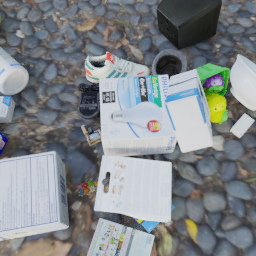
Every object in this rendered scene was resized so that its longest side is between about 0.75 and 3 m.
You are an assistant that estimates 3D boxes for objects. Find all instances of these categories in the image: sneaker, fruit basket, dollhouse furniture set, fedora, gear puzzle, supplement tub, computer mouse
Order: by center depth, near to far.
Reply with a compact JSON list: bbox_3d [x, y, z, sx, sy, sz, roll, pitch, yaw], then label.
[{"bbox_3d":[-1.419,2.150,10.206,0.884,0.116,0.458,-17,65,-8],"label":"gear puzzle"},{"bbox_3d":[-1.419,0.157,10.935,0.574,0.571,0.815,-25,66,-12],"label":"dollhouse furniture set"},{"bbox_3d":[3.180,-1.296,11.200,2.339,1.687,2.339,-5,48,6],"label":"fruit basket"},{"bbox_3d":[-1.510,-1.041,11.617,1.368,0.521,1.975,2,52,3],"label":"computer mouse"},{"bbox_3d":[-5.358,-2.491,11.791,2.111,1.393,1.393,40,70,18],"label":"supplement tub"},{"bbox_3d":[-0.468,-2.525,11.837,2.826,1.321,0.995,3,63,2],"label":"sneaker"},{"bbox_3d":[1.769,-2.492,12.141,1.466,0.748,1.657,11,71,8],"label":"fedora"}]

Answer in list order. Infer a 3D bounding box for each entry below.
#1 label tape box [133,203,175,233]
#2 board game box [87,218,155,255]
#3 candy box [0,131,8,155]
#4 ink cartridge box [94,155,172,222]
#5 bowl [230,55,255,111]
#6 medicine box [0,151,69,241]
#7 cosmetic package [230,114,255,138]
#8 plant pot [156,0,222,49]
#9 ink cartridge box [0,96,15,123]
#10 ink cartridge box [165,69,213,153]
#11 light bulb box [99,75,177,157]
[{"bbox_3d":[0.542,2.550,9.755,1.284,0.564,1.781,-39,70,-17],"label":"label tape box"},{"bbox_3d":[-0.242,3.922,9.063,1.905,0.612,1.405,17,64,7],"label":"board game box"},{"bbox_3d":[-5.826,0.137,10.266,2.108,1.782,0.812,12,63,6],"label":"candy box"},{"bbox_3d":[0.228,1.998,9.374,2.437,0.576,1.950,6,61,0],"label":"ink cartridge box"},{"bbox_3d":[4.994,-1.565,11.103,2.757,1.239,2.757,28,31,-19],"label":"bowl"},{"bbox_3d":[-3.504,2.301,9.425,2.656,1.367,2.419,-9,64,-4],"label":"medicine box"},{"bbox_3d":[4.560,-0.090,11.181,0.890,0.361,0.502,-42,71,-17],"label":"cosmetic package"},{"bbox_3d":[2.565,-5.046,12.703,2.030,2.283,2.288,-36,69,-4],"label":"plant pot"},{"bbox_3d":[-5.414,-0.754,11.388,1.328,0.560,0.970,2,64,1],"label":"ink cartridge box"},{"bbox_3d":[2.083,-0.674,9.444,1.060,1.820,2.517,-15,25,20],"label":"ink cartridge box"},{"bbox_3d":[0.330,-0.439,10.618,2.661,1.661,2.638,-5,64,-2],"label":"light bulb box"}]
